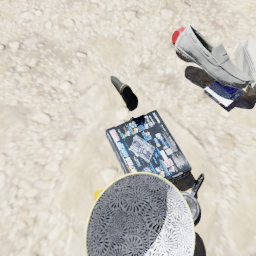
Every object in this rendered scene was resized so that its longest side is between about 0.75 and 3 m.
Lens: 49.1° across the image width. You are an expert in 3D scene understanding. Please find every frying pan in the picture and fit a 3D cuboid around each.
[{"bbox_3d":[1.745,2.009,7.586,1.643,0.267,0.994,-31,69,-14],"label":"frying pan"}]

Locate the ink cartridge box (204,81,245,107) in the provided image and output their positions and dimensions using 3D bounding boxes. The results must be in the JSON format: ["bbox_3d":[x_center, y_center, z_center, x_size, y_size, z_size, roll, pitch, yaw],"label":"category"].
[{"bbox_3d":[3.213,-1.218,9.368,0.942,0.206,0.950,-36,67,-17],"label":"ink cartridge box"}]

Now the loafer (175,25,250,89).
[{"bbox_3d":[2.798,-2.275,9.043,2.743,0.957,0.959,36,40,7],"label":"loafer"}]

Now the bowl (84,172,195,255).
[{"bbox_3d":[0.103,2.451,6.517,2.693,1.264,2.693,7,73,-24],"label":"bowl"}]

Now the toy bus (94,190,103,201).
[{"bbox_3d":[-0.658,2.099,7.427,0.344,0.286,0.879,2,58,-24],"label":"toy bus"}]

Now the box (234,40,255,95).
[{"bbox_3d":[4.218,-2.061,9.493,0.628,0.754,1.836,-4,62,-4],"label":"box"}]

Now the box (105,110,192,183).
[{"bbox_3d":[0.548,0.688,8.137,1.742,0.504,2.191,-23,63,-12],"label":"box"}]

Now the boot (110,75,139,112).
[{"bbox_3d":[-0.110,-1.057,8.394,0.431,1.114,0.770,-36,53,-12],"label":"boot"}]

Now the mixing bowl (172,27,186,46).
[{"bbox_3d":[1.875,-3.220,10.028,0.478,0.883,0.883,2,57,-30],"label":"mixing bowl"}]
